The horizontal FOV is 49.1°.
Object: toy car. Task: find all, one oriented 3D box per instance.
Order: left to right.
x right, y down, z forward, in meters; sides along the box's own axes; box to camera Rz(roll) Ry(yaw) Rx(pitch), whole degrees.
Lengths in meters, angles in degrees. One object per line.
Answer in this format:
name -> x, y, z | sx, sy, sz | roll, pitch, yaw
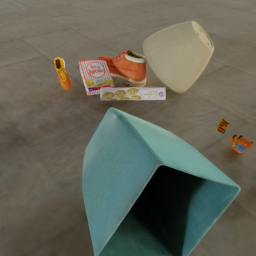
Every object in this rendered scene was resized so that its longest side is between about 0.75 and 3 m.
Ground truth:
toy car -> 2.447, 0.224, 6.789 | 1.269, 0.422, 0.623 | 33, 0, -21

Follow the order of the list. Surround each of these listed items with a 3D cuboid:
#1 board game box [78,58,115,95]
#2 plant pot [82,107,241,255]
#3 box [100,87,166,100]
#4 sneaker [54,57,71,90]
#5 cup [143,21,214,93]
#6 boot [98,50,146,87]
board game box -> -1.053, -1.729, 9.365 | 0.923, 0.282, 1.218 | -12, 70, -22
plant pot -> 0.206, 0.752, 4.834 | 1.667, 1.668, 2.359 | 21, 19, -32
box -> 0.153, -1.090, 8.838 | 2.045, 0.424, 0.396 | 0, 11, -2
sneaker -> -2.185, -1.768, 9.193 | 0.404, 1.106, 0.427 | -19, 8, 8
cup -> 1.726, -2.380, 8.701 | 2.113, 1.511, 2.113 | 30, 43, -32
boot -> -0.247, -2.323, 9.852 | 2.103, 1.127, 0.789 | 24, 45, 22
